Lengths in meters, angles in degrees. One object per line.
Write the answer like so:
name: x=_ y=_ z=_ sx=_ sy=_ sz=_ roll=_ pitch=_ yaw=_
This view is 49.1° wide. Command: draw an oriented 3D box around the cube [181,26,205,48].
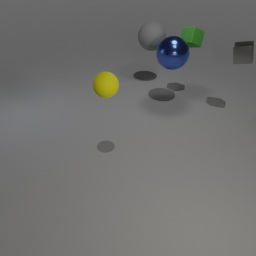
cube: x=2.803 y=-3.970 z=12.272 sx=0.700 sy=0.700 sz=0.700 roll=9 pitch=6 yaw=-38

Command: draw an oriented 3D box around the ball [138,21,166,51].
ball: x=1.196 y=-4.567 z=13.970 sx=1.400 sy=1.400 sz=1.400 roll=0 pitch=33 yaw=0

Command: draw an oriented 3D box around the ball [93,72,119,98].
ball: x=-0.598 y=-1.157 z=7.516 sx=0.700 sy=0.700 sz=0.700 roll=0 pitch=33 yaw=0

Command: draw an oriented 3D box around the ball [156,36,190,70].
ball: x=1.905 y=-3.187 z=11.916 sx=1.400 sy=1.400 sz=1.400 roll=0 pitch=33 yaw=0

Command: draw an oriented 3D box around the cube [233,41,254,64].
cube: x=4.482 y=-2.927 z=10.863 sx=0.700 sy=0.700 sz=0.700 roll=3 pitch=31 yaw=25
